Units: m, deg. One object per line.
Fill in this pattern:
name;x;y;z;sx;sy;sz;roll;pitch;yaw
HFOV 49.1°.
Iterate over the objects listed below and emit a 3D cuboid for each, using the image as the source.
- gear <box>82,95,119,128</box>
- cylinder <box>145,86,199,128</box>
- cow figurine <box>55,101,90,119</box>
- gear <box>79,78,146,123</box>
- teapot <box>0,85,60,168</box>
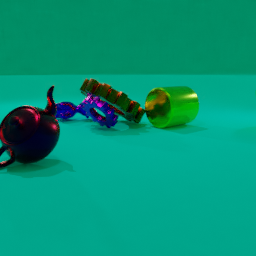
gear;-0.801;-0.447;7.985;1.108;1.108;0.205;10;54;39
cylinder;1.321;-0.653;8.468;1.189;1.189;1.189;-9;15;-37
cow figurine;-1.947;-0.631;9.647;1.296;0.711;1.275;-1;6;35
gear;-0.475;-0.810;8.629;2.076;0.384;2.076;27;-6;3
teapot;-1.790;0.015;5.060;1.087;1.749;0.856;30;-16;27
